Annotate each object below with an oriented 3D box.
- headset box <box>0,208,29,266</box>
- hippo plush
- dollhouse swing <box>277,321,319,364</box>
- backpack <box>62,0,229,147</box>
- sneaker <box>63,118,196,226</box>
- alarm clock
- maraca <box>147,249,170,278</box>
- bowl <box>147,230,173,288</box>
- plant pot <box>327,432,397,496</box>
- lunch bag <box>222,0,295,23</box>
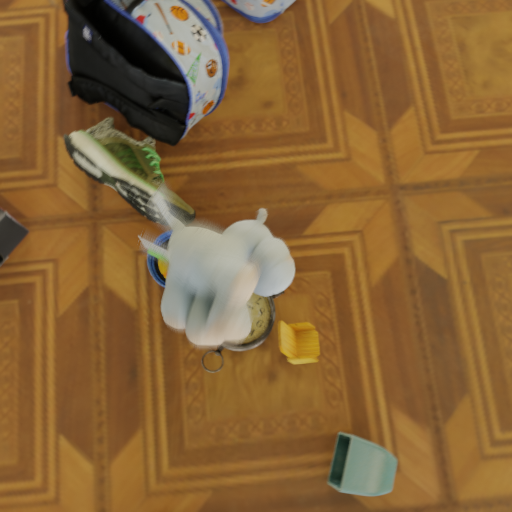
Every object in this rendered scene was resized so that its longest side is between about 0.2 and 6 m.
[{"bbox_3d":[-5.938,-0.412,10.354,2.908,1.123,2.164,34,77,11],"label":"headset box"},{"bbox_3d":[-0.525,0.263,9.602,2.496,1.988,2.006,42,36,24],"label":"hippo plush"},{"bbox_3d":[0.756,1.480,9.958,0.631,0.611,0.695,-8,57,11],"label":"dollhouse swing"},{"bbox_3d":[-1.968,-3.733,10.501,3.014,3.164,2.437,45,66,7],"label":"backpack"},{"bbox_3d":[-2.236,-1.755,10.814,2.976,1.144,1.318,36,68,6],"label":"sneaker"},{"bbox_3d":[-0.407,1.230,10.145,1.303,0.643,1.932,29,73,7],"label":"alarm clock"},{"bbox_3d":[-1.440,0.151,9.939,0.791,1.154,0.617,13,76,39],"label":"maraca"},{"bbox_3d":[-1.462,0.083,10.677,1.200,0.236,1.200,0,74,0],"label":"bowl"},{"bbox_3d":[1.826,3.548,9.410,0.913,0.894,0.897,16,75,-2],"label":"plant pot"},{"bbox_3d":[0.236,-6.807,12.119,2.521,1.189,3.146,38,79,12],"label":"lunch bag"}]
